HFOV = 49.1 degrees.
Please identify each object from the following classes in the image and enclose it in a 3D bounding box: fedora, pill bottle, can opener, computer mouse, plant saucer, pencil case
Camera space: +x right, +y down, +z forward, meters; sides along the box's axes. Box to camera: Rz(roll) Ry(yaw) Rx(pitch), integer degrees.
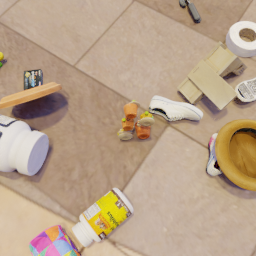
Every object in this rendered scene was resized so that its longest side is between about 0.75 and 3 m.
[{"bbox_3d":[3.878,0.927,9.135,2.459,1.003,2.459,0,63,0],"label":"fedora"},{"bbox_3d":[-0.765,2.690,8.401,1.764,0.964,0.964,-38,72,-14],"label":"pill bottle"},{"bbox_3d":[-4.185,0.419,8.975,2.936,1.699,1.699,17,68,7],"label":"pill bottle"},{"bbox_3d":[2.666,-5.139,12.131,0.505,0.403,1.510,-28,66,24],"label":"can opener"},{"bbox_3d":[4.879,-1.535,10.490,2.277,0.499,1.248,-22,73,-15],"label":"computer mouse"},{"bbox_3d":[-3.328,-1.147,9.506,2.171,2.171,0.350,-20,104,-8],"label":"plant saucer"},{"bbox_3d":[-1.716,4.045,7.767,1.177,1.177,2.664,-34,70,-13],"label":"pencil case"}]

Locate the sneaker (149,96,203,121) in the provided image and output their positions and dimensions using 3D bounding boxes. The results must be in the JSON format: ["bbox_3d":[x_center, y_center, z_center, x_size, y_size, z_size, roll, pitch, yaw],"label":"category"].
[{"bbox_3d":[1.657,-0.539,9.964,1.925,0.703,0.681,17,66,18],"label":"sneaker"}]

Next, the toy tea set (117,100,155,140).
[{"bbox_3d":[0.273,-0.295,9.206,1.157,1.946,0.720,1,59,-6],"label":"toy tea set"}]

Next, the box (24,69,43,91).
[{"bbox_3d":[-3.638,-1.824,10.742,0.682,0.197,0.858,-7,67,-3],"label":"box"}]

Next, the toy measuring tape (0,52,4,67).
[{"bbox_3d":[-5.867,-2.099,10.472,2.685,0.988,0.988,-40,73,-15],"label":"toy measuring tape"}]

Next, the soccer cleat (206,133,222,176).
[{"bbox_3d":[3.009,0.862,9.288,0.524,0.648,1.501,20,70,-18],"label":"soccer cleat"}]

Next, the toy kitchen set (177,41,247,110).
[{"bbox_3d":[3.434,-1.585,10.337,2.150,1.939,1.754,-48,66,24],"label":"toy kitchen set"}]

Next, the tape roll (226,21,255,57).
[{"bbox_3d":[4.749,-3.603,11.333,1.464,0.512,1.464,0,68,0],"label":"tape roll"}]
